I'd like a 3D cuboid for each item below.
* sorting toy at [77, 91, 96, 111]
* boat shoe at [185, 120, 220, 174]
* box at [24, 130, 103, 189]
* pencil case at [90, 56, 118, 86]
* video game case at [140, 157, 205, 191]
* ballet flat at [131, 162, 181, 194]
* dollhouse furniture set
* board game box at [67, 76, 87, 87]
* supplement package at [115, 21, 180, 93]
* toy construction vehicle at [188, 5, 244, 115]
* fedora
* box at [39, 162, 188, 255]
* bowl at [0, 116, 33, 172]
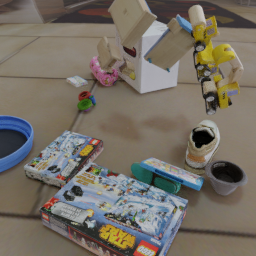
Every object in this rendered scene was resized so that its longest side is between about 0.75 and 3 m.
[{"bbox_3d":[-1.671,-1.033,11.536,0.717,0.490,1.194,-15,45,5],"label":"sorting toy"},{"bbox_3d":[2.439,0.346,8.874,0.966,0.884,2.584,11,34,17],"label":"boat shoe"},{"bbox_3d":[-1.852,0.896,8.449,1.423,0.415,2.079,14,35,21],"label":"box"},{"bbox_3d":[-1.231,-2.889,13.924,0.972,0.930,2.246,15,23,-31],"label":"pencil case"},{"bbox_3d":[1.224,1.201,7.583,1.614,0.144,1.155,21,7,19],"label":"video game case"},{"bbox_3d":[0.781,1.370,7.753,1.514,0.510,0.533,23,15,31],"label":"ballet flat"},{"bbox_3d":[0.700,-3.020,9.489,2.737,2.584,1.786,14,46,-38],"label":"dollhouse furniture set"},{"bbox_3d":[-2.495,-2.285,13.677,0.617,0.157,0.918,-23,39,-33],"label":"board game box"},{"bbox_3d":[0.834,-3.476,13.224,2.024,2.631,2.752,-15,35,-22],"label":"supplement package"},{"bbox_3d":[2.336,-1.765,7.521,0.949,2.694,2.346,-11,57,13],"label":"toy construction vehicle"},{"bbox_3d":[2.591,1.390,7.537,1.109,0.566,1.253,10,26,12],"label":"fedora"},{"bbox_3d":[-0.306,1.986,6.588,2.885,0.575,1.975,18,37,25],"label":"box"},{"bbox_3d":[-4.435,0.518,8.928,2.789,0.547,2.789,0,33,0],"label":"bowl"}]
